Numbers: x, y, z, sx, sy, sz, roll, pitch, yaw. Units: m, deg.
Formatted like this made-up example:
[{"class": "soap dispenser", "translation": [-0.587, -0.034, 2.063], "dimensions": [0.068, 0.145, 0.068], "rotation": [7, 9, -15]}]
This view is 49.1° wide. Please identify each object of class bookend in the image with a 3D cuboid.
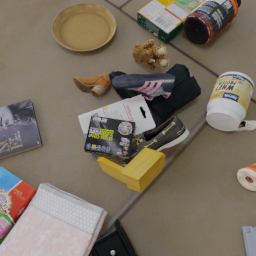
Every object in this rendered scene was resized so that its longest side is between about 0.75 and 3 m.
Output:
[{"class": "bookend", "translation": [-0.695, 4.245, 8.023], "dimensions": [2.273, 1.054, 2.288], "rotation": [-27, 67, -12]}]

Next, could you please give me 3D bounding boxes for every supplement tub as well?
[{"class": "supplement tub", "translation": [3.722, -0.970, 10.307], "dimensions": [1.365, 1.365, 1.891], "rotation": [22, 66, 10]}, {"class": "supplement tub", "translation": [3.739, -4.888, 12.131], "dimensions": [1.451, 1.451, 2.712], "rotation": [41, 70, 17]}]

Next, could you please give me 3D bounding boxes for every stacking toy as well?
[{"class": "stacking toy", "translation": [4.397, 1.486, 9.579], "dimensions": [1.197, 0.875, 0.875], "rotation": [-33, 68, -31]}]

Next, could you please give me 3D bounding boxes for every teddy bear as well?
[{"class": "teddy bear", "translation": [0.959, -2.917, 11.133], "dimensions": [0.599, 1.793, 1.300], "rotation": [-45, 114, -22]}]

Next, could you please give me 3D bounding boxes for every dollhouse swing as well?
[{"class": "dollhouse swing", "translation": [0.129, 1.141, 9.111], "dimensions": [1.506, 1.713, 1.557], "rotation": [39, 74, 22]}]

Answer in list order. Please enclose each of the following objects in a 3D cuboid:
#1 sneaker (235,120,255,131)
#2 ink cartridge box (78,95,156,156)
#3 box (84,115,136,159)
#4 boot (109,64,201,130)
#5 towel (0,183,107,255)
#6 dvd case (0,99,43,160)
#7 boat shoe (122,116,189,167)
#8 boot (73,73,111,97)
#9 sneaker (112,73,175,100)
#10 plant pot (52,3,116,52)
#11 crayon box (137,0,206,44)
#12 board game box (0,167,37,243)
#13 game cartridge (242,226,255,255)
[{"class": "sneaker", "translation": [4.482, -0.115, 10.440], "dimensions": [0.981, 0.415, 0.357], "rotation": [-12, 64, -7]}, {"class": "ink cartridge box", "translation": [-0.382, -0.110, 10.053], "dimensions": [2.429, 0.824, 1.398], "rotation": [-20, 75, -5]}, {"class": "box", "translation": [-0.587, 0.300, 9.301], "dimensions": [1.534, 0.340, 1.229], "rotation": [9, 73, 3]}, {"class": "boot", "translation": [1.053, -1.661, 10.741], "dimensions": [2.461, 1.119, 2.930], "rotation": [-42, 78, -14]}, {"class": "towel", "translation": [-2.298, 3.189, 8.362], "dimensions": [2.773, 0.447, 2.649], "rotation": [13, 63, 30]}, {"class": "dvd case", "translation": [-4.785, 0.178, 10.402], "dimensions": [2.809, 0.224, 2.088], "rotation": [-18, 66, -8]}, {"class": "boat shoe", "translation": [0.763, 0.464, 9.394], "dimensions": [2.520, 0.898, 0.759], "rotation": [-31, 104, 19]}, {"class": "boot", "translation": [-1.375, -1.902, 11.281], "dimensions": [1.456, 0.537, 1.127], "rotation": [31, 61, 15]}, {"class": "sneaker", "translation": [0.532, -1.322, 9.449], "dimensions": [2.228, 0.914, 0.782], "rotation": [-4, 31, -16]}, {"class": "plant pot", "translation": [-1.933, -4.436, 12.498], "dimensions": [2.828, 0.389, 2.828], "rotation": [0, 65, 1]}, {"class": "crayon box", "translation": [2.029, -5.272, 12.689], "dimensions": [1.800, 0.738, 2.863], "rotation": [42, 72, 17]}, {"class": "board game box", "translation": [-4.214, 2.515, 9.194], "dimensions": [1.549, 0.408, 2.025], "rotation": [28, 68, 13]}, {"class": "game cartridge", "translation": [4.837, 3.840, 8.562], "dimensions": [2.425, 0.504, 1.615], "rotation": [0, 69, 0]}]
